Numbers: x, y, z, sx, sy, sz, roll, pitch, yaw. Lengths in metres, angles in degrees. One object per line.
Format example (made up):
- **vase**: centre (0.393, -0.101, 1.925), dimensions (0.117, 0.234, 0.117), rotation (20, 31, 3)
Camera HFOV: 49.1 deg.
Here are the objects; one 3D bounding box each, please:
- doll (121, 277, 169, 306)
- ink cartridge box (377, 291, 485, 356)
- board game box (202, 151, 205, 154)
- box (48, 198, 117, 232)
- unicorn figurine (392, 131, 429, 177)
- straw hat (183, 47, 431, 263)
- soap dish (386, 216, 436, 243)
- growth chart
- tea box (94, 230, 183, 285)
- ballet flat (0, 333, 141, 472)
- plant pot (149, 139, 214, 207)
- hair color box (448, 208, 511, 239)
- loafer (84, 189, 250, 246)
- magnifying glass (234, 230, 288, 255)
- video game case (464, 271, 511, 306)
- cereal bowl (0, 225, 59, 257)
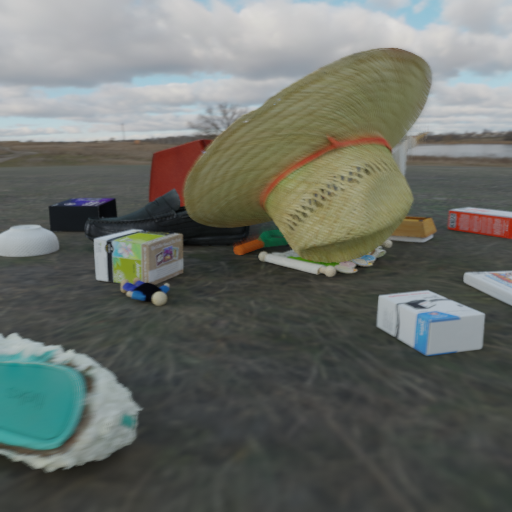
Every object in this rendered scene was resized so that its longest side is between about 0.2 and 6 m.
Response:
- **doll**: centre (-1.503, 0.486, 7.740), dimensions (0.653, 0.232, 0.957), rotation (-9, 15, -34)
- **ink cartridge box**: centre (1.894, 0.715, 6.183), dimensions (0.709, 0.409, 0.977), rotation (-4, 12, -19)
- **board game box**: centre (0.714, -2.605, 11.397), dimensions (3.030, 0.747, 3.835), rotation (-15, 19, -30)
- **box**: centre (-4.304, -1.047, 14.067), dimensions (1.221, 0.682, 1.729), rotation (-3, 12, 0)
- **unicorn figurine**: centre (2.791, -1.710, 10.906), dimensions (0.523, 1.417, 0.973), rotation (23, 37, 15)
- **straw hat**: centre (1.321, -0.969, 9.258), dimensions (4.655, 1.970, 4.655), rotation (-24, -21, -10)
- **soap dish**: centre (3.307, -0.623, 12.447), dimensions (1.179, 0.479, 0.928), rotation (6, 13, 31)
- **growth chart**: centre (1.383, -0.065, 10.392), dimensions (1.934, 0.237, 2.672), rotation (9, 17, 36)
- **tea box**: centre (-1.833, 0.011, 8.882), dimensions (1.010, 0.686, 1.027), rotation (5, 13, 23)
- **ballet flat**: centre (-2.029, 1.024, 4.194), dimensions (2.695, 0.967, 0.967), rotation (9, 14, 25)
- **plant pot**: centre (-1.400, -1.743, 13.437), dimensions (2.036, 1.796, 2.038), rotation (-11, 5, 23)
- **hair color box**: centre (5.481, -0.794, 13.186), dimensions (0.845, 0.510, 1.665), rotation (-9, 16, -35)
- **loafer**: centre (-1.779, -0.789, 11.494), dimensions (3.372, 1.184, 1.145), rotation (-3, 12, -15)
- **magnifying glass**: centre (0.177, -0.278, 11.288), dimensions (0.687, 0.193, 1.727), rotation (13, 19, 35)
- **video game case**: centre (4.016, 0.473, 7.885), dimensions (1.487, 0.193, 1.633), rotation (-2, 12, -8)
- **cereal bowl**: centre (-4.519, -0.327, 11.026), dimensions (1.181, 0.492, 1.181), rotation (0, 13, 0)
